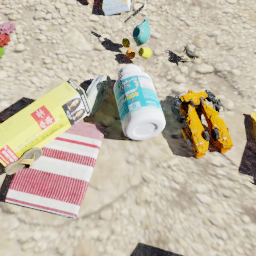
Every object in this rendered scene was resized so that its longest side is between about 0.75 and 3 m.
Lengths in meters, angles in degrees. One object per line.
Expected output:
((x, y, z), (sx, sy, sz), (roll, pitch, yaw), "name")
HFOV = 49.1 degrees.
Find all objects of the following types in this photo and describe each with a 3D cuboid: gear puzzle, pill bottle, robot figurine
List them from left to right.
((-5.043, -2.894, 9.936), (1.490, 0.377, 2.878), (3, 57, 2), "gear puzzle")
((0.251, -0.813, 8.095), (1.184, 1.184, 2.137), (-10, 57, -7), "pill bottle")
((2.092, -0.212, 8.057), (1.515, 0.608, 2.090), (-10, 58, -7), "robot figurine")

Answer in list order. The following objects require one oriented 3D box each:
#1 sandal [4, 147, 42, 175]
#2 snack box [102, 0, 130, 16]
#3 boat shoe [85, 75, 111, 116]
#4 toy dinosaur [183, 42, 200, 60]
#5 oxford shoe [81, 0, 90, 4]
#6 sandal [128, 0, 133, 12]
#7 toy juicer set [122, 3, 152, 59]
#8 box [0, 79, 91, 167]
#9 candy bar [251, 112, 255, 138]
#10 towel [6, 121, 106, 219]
((-2.612, 0.890, 7.099), (1.040, 0.418, 0.281), (-34, 50, -14), "sandal")
((-0.445, -5.133, 11.246), (1.045, 0.419, 1.239), (-7, 57, 13), "snack box")
((-1.071, -1.029, 8.705), (0.557, 0.545, 1.563), (9, 58, 33), "boat shoe")
((2.122, -2.496, 9.506), (0.454, 0.342, 0.888), (13, 40, -29), "toy dinosaur")
((-1.787, -5.326, 11.634), (0.276, 0.270, 0.757), (-33, 55, 0), "oxford shoe")
((0.035, -5.047, 11.433), (0.335, 0.225, 0.835), (7, 57, 5), "sandal")
((0.298, -3.184, 9.591), (1.124, 0.481, 1.767), (-2, 90, 44), "toy juicer set")
((-2.293, -0.118, 7.357), (2.686, 1.011, 0.673), (-37, 60, -18), "box")
((3.870, 0.565, 7.759), (0.606, 0.269, 2.430), (5, 56, 3), "candy bar")
((-1.846, 0.915, 7.518), (1.920, 0.303, 2.666), (11, 58, 7), "towel")
